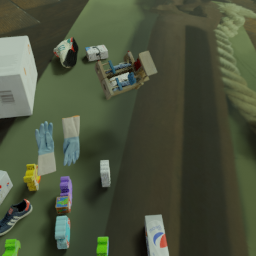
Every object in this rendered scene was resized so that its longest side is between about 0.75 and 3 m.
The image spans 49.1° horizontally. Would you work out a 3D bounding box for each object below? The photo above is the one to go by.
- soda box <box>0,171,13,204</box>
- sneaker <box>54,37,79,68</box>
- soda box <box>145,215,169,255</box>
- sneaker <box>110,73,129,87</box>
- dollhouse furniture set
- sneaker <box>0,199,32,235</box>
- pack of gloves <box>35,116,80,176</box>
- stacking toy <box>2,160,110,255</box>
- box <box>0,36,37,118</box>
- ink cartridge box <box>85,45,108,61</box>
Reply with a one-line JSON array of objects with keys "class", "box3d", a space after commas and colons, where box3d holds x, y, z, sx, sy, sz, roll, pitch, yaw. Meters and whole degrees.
[{"class": "soda box", "box3d": [-4.106, 1.382, 7.269, 1.982, 0.631, 0.675, 10, 43, 11]}, {"class": "sneaker", "box3d": [-2.829, -3.242, 12.417, 0.973, 0.733, 2.081, -14, 44, 14]}, {"class": "soda box", "box3d": [0.628, 2.565, 6.126, 0.398, 0.428, 1.255, -3, 42, -3]}, {"class": "sneaker", "box3d": [-0.014, -2.004, 10.985, 0.878, 0.746, 1.983, 29, 48, 13]}, {"class": "dollhouse furniture set", "box3d": [-0.138, -1.705, 8.141, 1.140, 1.618, 1.134, -22, 88, -19]}, {"class": "sneaker", "box3d": [-2.789, 2.079, 6.651, 0.386, 0.435, 1.031, 28, 50, 27]}, {"class": "pack of gloves", "box3d": [-1.769, 0.397, 6.976, 1.151, 1.370, 0.270, -12, 25, -37]}, {"class": "stacking toy", "box3d": [-1.517, 1.998, 6.654, 2.165, 0.675, 2.871, -3, 44, -1]}, {"class": "box", "box3d": [-4.175, -1.884, 10.040, 1.332, 1.700, 2.733, -6, 43, -7]}, {"class": "ink cartridge box", "box3d": [-1.418, -3.410, 12.699, 0.904, 0.381, 0.654, -14, 44, -15]}]
